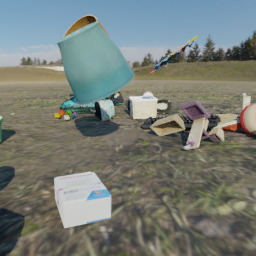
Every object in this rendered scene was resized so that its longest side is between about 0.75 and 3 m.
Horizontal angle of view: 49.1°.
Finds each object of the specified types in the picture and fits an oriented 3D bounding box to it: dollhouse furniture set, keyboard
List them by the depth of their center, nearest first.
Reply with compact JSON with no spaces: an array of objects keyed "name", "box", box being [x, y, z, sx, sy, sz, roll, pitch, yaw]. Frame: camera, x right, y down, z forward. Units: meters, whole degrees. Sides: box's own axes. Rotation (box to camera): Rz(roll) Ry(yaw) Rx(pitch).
[{"name":"dollhouse furniture set","box":[1.707,0.427,9.003,2.050,1.624,1.455,-18,38,46]},{"name":"keyboard","box":[2.117,-0.306,11.229,2.886,0.370,1.733,-1,12,20]},{"name":"dollhouse furniture set","box":[4.810,-0.856,12.221,1.742,1.237,1.381,-5,13,-21]}]

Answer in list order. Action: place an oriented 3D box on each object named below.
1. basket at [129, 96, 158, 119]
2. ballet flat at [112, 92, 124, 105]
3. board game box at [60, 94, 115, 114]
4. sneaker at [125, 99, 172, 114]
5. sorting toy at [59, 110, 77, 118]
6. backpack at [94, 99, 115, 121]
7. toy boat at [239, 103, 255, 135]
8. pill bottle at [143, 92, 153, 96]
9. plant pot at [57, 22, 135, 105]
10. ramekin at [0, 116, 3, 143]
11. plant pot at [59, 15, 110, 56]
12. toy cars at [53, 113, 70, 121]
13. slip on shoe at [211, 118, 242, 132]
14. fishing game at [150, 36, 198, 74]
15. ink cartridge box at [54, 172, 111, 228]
[{"name":"basket","box":[0.703,-0.997,13.450,1.224,0.984,1.213,-1,12,-7]},{"name":"ballet flat","box":[-1.187,-1.766,16.890,1.075,1.075,2.943,6,14,27]},{"name":"board game box","box":[-2.155,-1.331,15.188,2.620,0.369,1.772,1,32,8]},{"name":"sneaker","box":[1.029,-1.098,14.671,2.387,0.918,1.058,5,0,-5]},{"name":"sorting toy","box":[-2.963,-0.591,13.355,1.117,0.387,0.385,5,37,32]},{"name":"backpack","box":[-1.057,-0.808,12.658,0.849,0.974,1.108,-6,18,-10]},{"name":"toy boat","box":[4.793,-0.316,10.400,1.792,1.170,1.171,-7,-5,-28]},{"name":"pill bottle","box":[1.334,-2.017,18.651,0.727,0.727,1.296,1,13,4]},{"name":"plant pot","box":[-0.936,-1.715,7.155,1.709,1.606,1.709,-23,25,11]},{"name":"ramekin","box":[-4.787,0.128,8.703,1.701,0.831,1.701,0,12,0]},{"name":"plant pot","box":[-1.347,-3.196,11.847,2.091,2.091,2.243,11,-14,41]},{"name":"toy cars","box":[-3.045,-0.473,12.843,1.139,0.252,0.511,11,16,30]},{"name":"slip on shoe","box":[3.888,-0.060,10.524,1.492,0.457,0.553,-11,9,13]},{"name":"fishing game","box":[1.852,-2.786,11.080,1.911,0.415,2.669,-35,3,-13]},{"name":"ink cartridge box","box":[-0.810,1.183,4.819,0.772,0.452,1.068,-5,15,-21]}]
